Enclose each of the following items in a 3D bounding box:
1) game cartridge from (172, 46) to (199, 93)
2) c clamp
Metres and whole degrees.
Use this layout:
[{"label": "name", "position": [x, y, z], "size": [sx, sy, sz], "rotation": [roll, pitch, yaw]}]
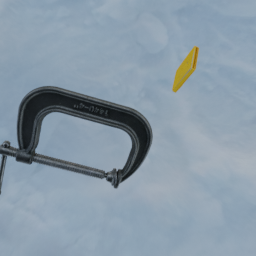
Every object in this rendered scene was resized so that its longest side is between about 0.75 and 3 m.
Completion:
[{"label": "game cartridge", "position": [1.496, -1.509, 7.335], "size": [0.164, 1.014, 0.893], "rotation": [23, 55, -7]}, {"label": "c clamp", "position": [-1.019, 0.430, 5.206], "size": [2.787, 0.377, 2.381], "rotation": [10, 113, -3]}]
